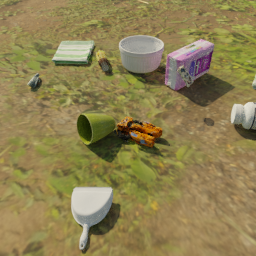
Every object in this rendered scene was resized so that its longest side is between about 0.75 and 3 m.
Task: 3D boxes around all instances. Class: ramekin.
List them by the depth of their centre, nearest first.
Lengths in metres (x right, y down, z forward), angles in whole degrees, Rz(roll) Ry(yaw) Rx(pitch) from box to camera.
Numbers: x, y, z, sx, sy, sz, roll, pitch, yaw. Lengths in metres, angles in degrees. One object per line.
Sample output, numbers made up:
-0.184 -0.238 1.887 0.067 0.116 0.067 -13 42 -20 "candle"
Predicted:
0.716 -3.969 15.157 2.386 1.252 2.386 0 40 0 "ramekin"

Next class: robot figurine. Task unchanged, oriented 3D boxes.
0.356 0.080 10.842 1.795 0.522 1.301 21 42 23 "robot figurine"

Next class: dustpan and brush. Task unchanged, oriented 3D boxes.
-1.148 2.527 8.014 1.276 0.523 1.828 -2 33 9 "dustpan and brush"

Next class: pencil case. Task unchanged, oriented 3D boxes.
2.381 -2.148 11.657 0.397 0.888 0.345 -40 11 -28 "pencil case"

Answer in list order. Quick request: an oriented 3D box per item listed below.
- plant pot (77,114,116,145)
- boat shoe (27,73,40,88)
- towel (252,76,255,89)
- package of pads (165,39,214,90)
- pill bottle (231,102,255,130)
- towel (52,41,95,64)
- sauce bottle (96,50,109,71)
-1.130 -0.059 10.690 1.237 1.157 1.157 -13 39 -36 "plant pot"
-4.637 -2.354 14.002 0.374 0.441 1.211 40 27 -20 "boat shoe"
7.050 -2.312 13.989 1.433 0.295 1.921 19 41 19 "towel"
3.010 -3.140 13.826 2.754 1.659 1.042 -31 50 -32 "package of pads"
5.147 -0.441 11.038 1.927 1.069 1.069 8 40 9 "pill bottle"
-3.192 -4.535 16.567 2.146 0.329 2.813 1 40 2 "towel"
-1.372 -3.693 15.368 0.584 0.584 1.804 -10 41 -11 "sauce bottle"
